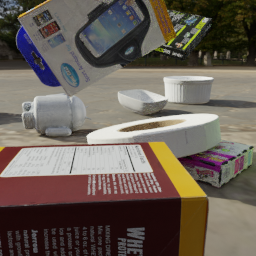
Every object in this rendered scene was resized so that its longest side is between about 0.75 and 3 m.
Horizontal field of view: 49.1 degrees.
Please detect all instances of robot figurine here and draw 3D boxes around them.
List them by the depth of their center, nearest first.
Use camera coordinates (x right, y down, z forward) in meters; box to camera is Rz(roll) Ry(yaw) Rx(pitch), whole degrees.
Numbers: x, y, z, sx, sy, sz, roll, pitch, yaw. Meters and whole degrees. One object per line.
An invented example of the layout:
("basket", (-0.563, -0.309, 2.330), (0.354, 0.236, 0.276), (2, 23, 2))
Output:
("robot figurine", (-1.913, -0.380, 7.590), (1.774, 1.002, 1.504), (-3, 54, -14))

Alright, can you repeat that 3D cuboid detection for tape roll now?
("tape roll", (0.501, 0.153, 5.571), (2.631, 0.481, 2.631), (-8, 7, 1))

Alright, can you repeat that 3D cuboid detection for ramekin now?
("ramekin", (2.754, -1.768, 12.878), (2.235, 1.089, 2.235), (-1, 14, 0))

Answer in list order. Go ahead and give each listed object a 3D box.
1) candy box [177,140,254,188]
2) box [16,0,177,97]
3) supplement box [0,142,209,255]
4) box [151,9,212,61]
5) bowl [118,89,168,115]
("candy box", (1.567, 0.570, 5.089), (0.916, 0.410, 1.343), (13, 20, 43))
("box", (-0.516, -1.487, 4.296), (2.278, 1.356, 0.472), (-31, 30, -2))
("supplement box", (-0.324, 0.888, 1.900), (1.387, 1.368, 0.921), (-2, 14, -6))
("box", (1.676, -3.632, 10.653), (2.219, 0.546, 2.297), (25, 58, 24))
("bowl", (0.534, -0.963, 10.432), (1.553, 0.580, 1.555), (24, 27, 35))
